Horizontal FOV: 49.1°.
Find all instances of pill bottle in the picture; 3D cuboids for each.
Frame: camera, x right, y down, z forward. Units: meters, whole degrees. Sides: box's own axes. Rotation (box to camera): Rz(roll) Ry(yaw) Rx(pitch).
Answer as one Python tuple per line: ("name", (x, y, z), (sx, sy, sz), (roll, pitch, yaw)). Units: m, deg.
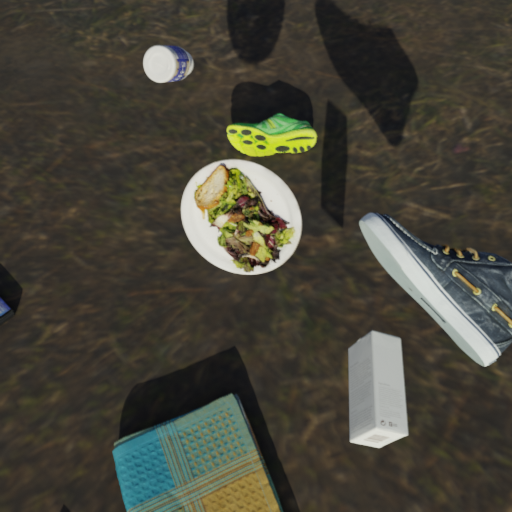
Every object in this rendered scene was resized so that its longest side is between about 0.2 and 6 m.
("pill bottle", (-1.239, -2.791, 8.139), (0.496, 0.496, 0.828), (17, 24, 11))

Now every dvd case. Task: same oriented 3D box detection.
("dvd case", (-5.441, 1.180, 9.553), (1.518, 0.187, 2.128), (39, 63, 22))

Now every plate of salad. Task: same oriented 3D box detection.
("plate of salad", (-0.229, -0.428, 7.160), (1.616, 1.616, 0.388), (13, 30, 9))

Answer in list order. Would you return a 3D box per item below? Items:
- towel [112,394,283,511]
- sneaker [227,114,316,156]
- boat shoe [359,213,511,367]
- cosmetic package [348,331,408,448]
("towel", (-0.713, 3.569, 7.860), (2.056, 0.304, 2.803), (-19, 59, -12))
("sneaker", (0.313, -2.582, 11.925), (1.890, 0.700, 0.790), (1, 45, -6))
("boat shoe", (2.543, 0.161, 7.392), (1.138, 0.887, 2.506), (-42, 88, -2))
("cosmetic package", (1.541, 1.711, 7.215), (0.465, 0.661, 1.304), (16, 55, -15))
